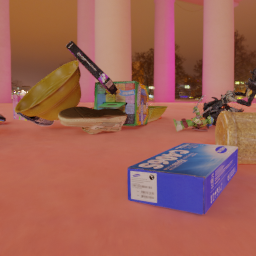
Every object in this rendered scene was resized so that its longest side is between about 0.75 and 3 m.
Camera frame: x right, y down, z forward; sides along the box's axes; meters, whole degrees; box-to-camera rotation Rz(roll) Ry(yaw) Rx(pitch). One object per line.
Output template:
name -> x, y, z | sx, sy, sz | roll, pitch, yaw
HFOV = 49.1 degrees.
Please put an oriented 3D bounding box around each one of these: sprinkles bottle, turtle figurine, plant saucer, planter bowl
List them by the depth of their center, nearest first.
sprinkles bottle -> 3.036, 0.185, 4.818 | 2.855, 0.974, 0.974 | 0, 7, 5
planter bowl -> -2.260, -0.981, 8.921 | 2.484, 1.035, 2.484 | -28, 29, 17
turtle figurine -> 2.142, -0.424, 9.360 | 1.280, 0.950, 1.320 | -17, -40, 10
plant saucer -> 0.191, -0.692, 13.465 | 2.895, 0.694, 2.899 | 3, 7, 21

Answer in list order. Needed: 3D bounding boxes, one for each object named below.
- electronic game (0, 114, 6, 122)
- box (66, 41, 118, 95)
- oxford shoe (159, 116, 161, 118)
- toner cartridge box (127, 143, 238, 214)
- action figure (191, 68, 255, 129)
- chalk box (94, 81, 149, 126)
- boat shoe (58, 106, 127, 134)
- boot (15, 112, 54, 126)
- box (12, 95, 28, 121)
electronic game -> -6.088, -0.377, 11.536 | 1.949, 0.406, 1.949 | -1, -4, 0
box -> -1.066, -1.804, 8.542 | 1.699, 0.307, 1.215 | 44, 1, 9
oxford shoe -> 1.563, -0.805, 15.334 | 0.475, 0.486, 1.334 | -1, 7, -9
toner cartridge box -> 0.864, 0.566, 3.836 | 0.922, 0.419, 1.941 | 4, 8, 30
action figure -> 3.743, -0.687, 10.128 | 2.948, 1.504, 1.752 | -41, 13, 36
chalk box -> -0.277, -0.885, 10.373 | 1.600, 1.592, 2.572 | 2, 2, 16
boat shoe -> -1.061, -0.161, 8.713 | 2.409, 0.783, 0.869 | -4, 29, -44
boot -> -3.216, -0.355, 9.959 | 1.507, 0.548, 0.681 | 20, 2, -41
box -> -5.104, -1.023, 13.959 | 1.402, 1.233, 0.678 | 7, 9, 40
